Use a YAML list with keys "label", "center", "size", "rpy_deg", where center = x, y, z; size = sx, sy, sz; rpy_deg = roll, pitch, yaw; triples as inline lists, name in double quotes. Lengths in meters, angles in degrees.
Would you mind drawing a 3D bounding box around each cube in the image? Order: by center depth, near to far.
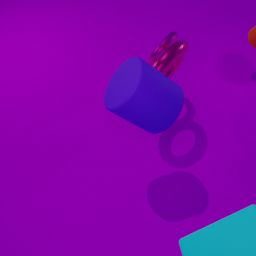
- label: "cube"
  center: [1.867, 2.256, 4.286]
  size: [1.383, 1.383, 1.383]
  rpy_deg: [-35, 42, 21]

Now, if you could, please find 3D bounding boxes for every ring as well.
- label: "ring"
  center: [0.904, -1.445, 7.133]
  size: [0.359, 1.795, 1.795]
  rpy_deg: [40, 64, 7]
- label: "ring"
  center: [0.955, -2.225, 7.977]
  size: [0.254, 1.272, 1.272]
  rpy_deg: [42, 64, -2]

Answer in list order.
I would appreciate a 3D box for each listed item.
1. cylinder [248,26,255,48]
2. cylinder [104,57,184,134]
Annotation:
- label: "cylinder"
  center: [4.344, -2.993, 8.900]
  size: [0.728, 0.728, 0.728]
  rpy_deg: [1, 87, -11]
- label: "cylinder"
  center: [0.321, -0.645, 5.759]
  size: [1.194, 1.194, 1.194]
  rpy_deg: [28, 51, -31]
